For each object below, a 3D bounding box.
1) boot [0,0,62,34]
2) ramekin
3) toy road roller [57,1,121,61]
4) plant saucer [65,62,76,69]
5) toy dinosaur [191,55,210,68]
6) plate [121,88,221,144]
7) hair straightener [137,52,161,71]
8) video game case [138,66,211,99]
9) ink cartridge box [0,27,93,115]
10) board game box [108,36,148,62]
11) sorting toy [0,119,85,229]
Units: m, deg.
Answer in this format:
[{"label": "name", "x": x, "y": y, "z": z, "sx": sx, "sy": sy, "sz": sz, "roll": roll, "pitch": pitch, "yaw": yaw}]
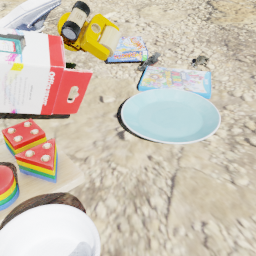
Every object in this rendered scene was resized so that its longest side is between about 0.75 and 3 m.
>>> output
[{"label": "boot", "x": -2.555, "y": -2.528, "z": 7.390, "sx": 2.746, "sy": 1.241, "sz": 0.999, "roll": -14, "pitch": 28, "yaw": 31}, {"label": "ramekin", "x": -1.264, "y": 2.151, "z": 4.464, "sx": 1.694, "sy": 0.826, "sz": 1.694, "roll": 0, "pitch": 37, "yaw": 0}, {"label": "toy road roller", "x": -0.960, "y": -2.105, "z": 6.450, "sx": 1.359, "sy": 0.992, "sz": 0.835, "roll": 29, "pitch": 65, "yaw": -22}, {"label": "plant saucer", "x": -3.353, "y": -1.378, "z": 9.337, "sx": 2.771, "sy": 0.664, "sz": 2.775, "roll": 4, "pitch": 37, "yaw": 5}, {"label": "toy dinosaur", "x": 3.035, "y": -2.821, "z": 11.486, "sx": 0.572, "sy": 0.431, "sz": 1.119, "roll": 21, "pitch": 44, "yaw": 16}, {"label": "plate", "x": 1.224, "y": -0.336, "z": 8.202, "sx": 2.849, "sy": 0.364, "sz": 2.849, "roll": -1, "pitch": 36, "yaw": 0}, {"label": "hair straightener", "x": 0.856, "y": -2.740, "z": 11.203, "sx": 0.325, "sy": 0.611, "sz": 1.587, "roll": 34, "pitch": 46, "yaw": 20}, {"label": "video game case", "x": 1.741, "y": -1.701, "z": 10.147, "sx": 2.446, "sy": 0.218, "sz": 1.750, "roll": 8, "pitch": 37, "yaw": 10}, {"label": "ink cartridge box", "x": -2.257, "y": -1.094, "z": 5.701, "sx": 2.736, "sy": 1.590, "sz": 0.920, "roll": 2, "pitch": 58, "yaw": -25}, {"label": "board game box", "x": -0.092, "y": -3.474, "z": 12.183, "sx": 1.650, "sy": 0.420, "sz": 2.438, "roll": -3, "pitch": 31, "yaw": -4}, {"label": "sorting toy", "x": -2.528, "y": 0.816, "z": 6.283, "sx": 2.256, "sy": 0.785, "sz": 2.242, "roll": -26, "pitch": 44, "yaw": -31}]
